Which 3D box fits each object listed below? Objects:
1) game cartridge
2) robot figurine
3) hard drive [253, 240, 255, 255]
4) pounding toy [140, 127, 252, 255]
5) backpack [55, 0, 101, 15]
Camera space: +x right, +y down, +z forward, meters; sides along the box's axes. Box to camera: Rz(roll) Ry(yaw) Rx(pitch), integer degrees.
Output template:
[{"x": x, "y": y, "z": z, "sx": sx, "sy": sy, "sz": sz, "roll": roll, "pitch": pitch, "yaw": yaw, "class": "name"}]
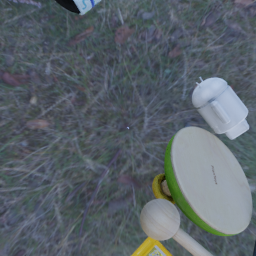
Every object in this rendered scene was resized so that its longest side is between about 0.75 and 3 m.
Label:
[{"x": 0.548, "y": 2.807, "z": 6.016, "sx": 0.765, "sy": 0.124, "sz": 0.674, "roll": 43, "pitch": 84, "yaw": 13, "class": "game cartridge"}, {"x": 1.813, "y": -0.434, "z": 5.571, "sx": 0.766, "sy": 1.151, "sz": 1.357, "roll": -38, "pitch": 94, "yaw": 18, "class": "robot figurine"}, {"x": 2.487, "y": 2.071, "z": 4.429, "sx": 0.913, "sy": 0.215, "sz": 1.309, "roll": 13, "pitch": 62, "yaw": 24, "class": "hard drive"}, {"x": 1.108, "y": 1.291, "z": 5.115, "sx": 2.008, "sy": 1.207, "sz": 2.601, "roll": 41, "pitch": 42, "yaw": -9, "class": "pounding toy"}, {"x": -1.376, "y": -3.629, "z": 6.331, "sx": 1.877, "sy": 1.991, "sz": 2.441, "roll": -26, "pitch": 47, "yaw": 6, "class": "backpack"}]
